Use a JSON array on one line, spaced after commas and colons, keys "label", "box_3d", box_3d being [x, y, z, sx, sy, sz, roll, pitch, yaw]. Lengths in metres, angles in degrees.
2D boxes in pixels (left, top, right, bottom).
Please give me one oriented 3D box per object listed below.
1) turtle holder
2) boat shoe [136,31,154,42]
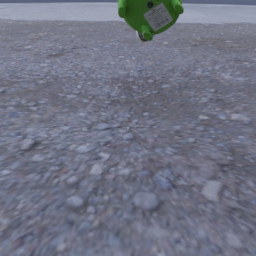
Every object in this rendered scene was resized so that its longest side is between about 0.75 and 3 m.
[{"label": "turtle holder", "box_3d": [0.326, -3.073, 6.376, 1.868, 1.419, 1.326, 19, 44, -17]}, {"label": "boat shoe", "box_3d": [0.996, -4.111, 9.497, 0.874, 2.446, 0.731, 14, 12, -37]}]
